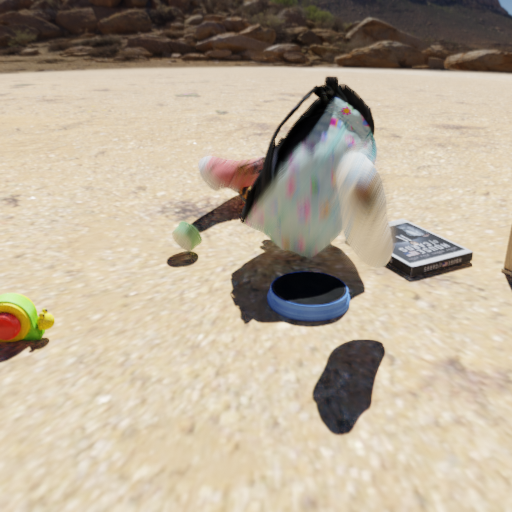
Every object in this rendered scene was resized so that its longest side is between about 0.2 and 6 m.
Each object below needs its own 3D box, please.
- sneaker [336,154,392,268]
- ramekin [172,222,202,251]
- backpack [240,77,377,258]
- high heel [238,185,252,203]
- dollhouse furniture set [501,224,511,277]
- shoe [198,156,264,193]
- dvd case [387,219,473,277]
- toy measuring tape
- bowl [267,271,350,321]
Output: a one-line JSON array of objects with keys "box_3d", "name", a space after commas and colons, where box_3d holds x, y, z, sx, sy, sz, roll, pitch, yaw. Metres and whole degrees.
[{"box_3d": [1.656, -0.571, 8.459, 0.710, 1.856, 0.750, -19, 26, 5], "name": "sneaker"}, {"box_3d": [-1.436, -0.387, 11.488, 0.598, 0.598, 0.292, 19, 55, 36], "name": "ramekin"}, {"box_3d": [1.093, -1.592, 11.193, 2.026, 2.671, 3.201, 30, 55, 0], "name": "backpack"}, {"box_3d": [0.901, -1.871, 14.444, 1.952, 0.978, 2.738, 19, 39, 24], "name": "high heel"}, {"box_3d": [5.789, -0.053, 10.124, 1.779, 1.230, 1.885, -12, 27, -25], "name": "dollhouse furniture set"}, {"box_3d": [-0.422, -2.157, 14.129, 1.109, 0.871, 2.439, -18, -9, 24], "name": "shoe"}, {"box_3d": [3.133, -0.218, 11.691, 1.607, 0.264, 2.138, -12, 26, -24], "name": "dvd case"}, {"box_3d": [-4.129, 0.932, 8.549, 2.058, 0.757, 0.757, 0, 24, -1], "name": "toy measuring tape"}, {"box_3d": [0.906, 0.658, 9.691, 1.432, 0.281, 1.432, 0, 24, 0], "name": "bowl"}]
